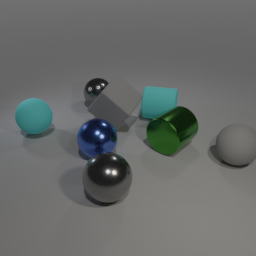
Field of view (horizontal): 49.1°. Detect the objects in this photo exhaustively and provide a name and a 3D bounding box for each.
[{"bbox_3d":[1.403,-1.071,12.286,1.400,1.400,1.400,7,30,13],"label":"cylinder"},{"bbox_3d":[3.653,0.540,9.323,1.400,1.400,1.400,0,29,0],"label":"ball"},{"bbox_3d":[-3.680,-0.462,10.985,1.400,1.400,1.400,0,29,0],"label":"ball"},{"bbox_3d":[1.620,0.068,10.223,1.400,1.400,1.400,23,36,35],"label":"cylinder"},{"bbox_3d":[-0.520,-1.017,11.396,1.400,1.400,1.400,40,47,-8],"label":"cube"},{"bbox_3d":[-0.573,1.376,7.865,1.400,1.400,1.400,0,29,0],"label":"ball"},{"bbox_3d":[-1.430,-1.700,13.463,1.400,1.400,1.400,0,29,0],"label":"ball"},{"bbox_3d":[-1.057,0.366,9.698,1.400,1.400,1.400,0,29,0],"label":"ball"}]
